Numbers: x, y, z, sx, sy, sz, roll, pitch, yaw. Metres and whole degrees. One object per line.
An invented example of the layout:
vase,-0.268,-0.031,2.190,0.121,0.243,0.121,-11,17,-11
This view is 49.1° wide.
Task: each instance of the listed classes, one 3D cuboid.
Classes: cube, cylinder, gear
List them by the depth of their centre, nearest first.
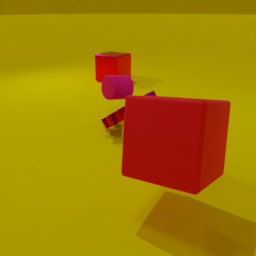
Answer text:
cube,0.758,0.151,4.348,1.234,1.234,1.234,8,9,33
gear,0.052,-0.492,7.549,1.617,0.299,1.617,-29,3,2
cylinder,-0.307,-1.189,8.224,0.709,0.709,0.709,-7,23,-38
cube,-0.647,-2.686,12.374,1.175,1.175,1.175,15,27,29
